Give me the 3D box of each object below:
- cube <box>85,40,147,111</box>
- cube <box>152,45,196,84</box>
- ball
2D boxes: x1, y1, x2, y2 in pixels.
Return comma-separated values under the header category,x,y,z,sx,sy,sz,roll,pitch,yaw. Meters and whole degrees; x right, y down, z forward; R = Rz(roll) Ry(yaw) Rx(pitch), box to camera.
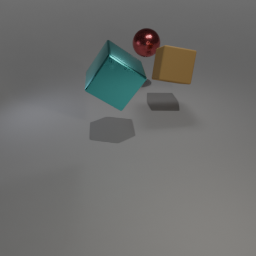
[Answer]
category,x,y,z,sx,sy,sz,roll,pitch,yaw
cube,-0.430,-1.694,9.028,1.400,1.400,1.400,28,27,-23
cube,1.945,-2.692,12.115,1.400,1.400,1.400,7,9,-10
ball,0.921,-4.261,14.029,1.400,1.400,1.400,0,30,0
